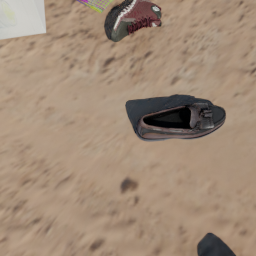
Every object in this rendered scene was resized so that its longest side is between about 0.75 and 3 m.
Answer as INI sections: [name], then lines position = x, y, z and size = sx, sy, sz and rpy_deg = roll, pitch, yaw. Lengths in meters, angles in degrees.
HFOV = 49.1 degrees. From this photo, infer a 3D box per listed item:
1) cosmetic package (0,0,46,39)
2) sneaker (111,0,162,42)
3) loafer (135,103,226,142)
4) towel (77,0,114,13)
[cosmetic package]
position = -4.097, -4.046, 7.766
size = 2.887, 2.878, 1.775
rpy_deg = -11, 67, -4
[sneaker]
position = 0.399, -3.258, 8.618
size = 1.170, 0.767, 2.026
rpy_deg = 29, 69, 9
[loafer]
position = 1.428, -0.178, 7.269
size = 2.478, 0.780, 0.891
rpy_deg = -10, 67, -4
[towel]
position = -1.465, -5.153, 9.661
size = 2.814, 0.320, 2.021
rpy_deg = 29, 69, 11
